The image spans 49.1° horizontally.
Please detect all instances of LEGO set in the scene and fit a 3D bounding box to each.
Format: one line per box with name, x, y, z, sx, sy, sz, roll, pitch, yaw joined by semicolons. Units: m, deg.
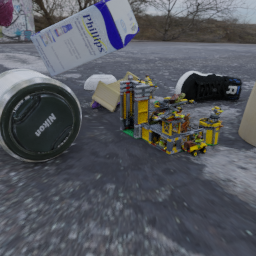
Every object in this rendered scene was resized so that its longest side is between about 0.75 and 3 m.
LEGO set;0.974;-0.545;6.886;2.072;1.561;2.695;-9;22;-23

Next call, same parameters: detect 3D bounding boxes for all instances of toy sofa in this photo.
toy sofa;-0.304;-1.189;9.904;0.899;1.060;2.172;34;30;14

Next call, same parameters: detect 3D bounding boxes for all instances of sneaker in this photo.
sneaker;3.140;-1.487;10.129;1.653;1.080;2.956;17;25;40

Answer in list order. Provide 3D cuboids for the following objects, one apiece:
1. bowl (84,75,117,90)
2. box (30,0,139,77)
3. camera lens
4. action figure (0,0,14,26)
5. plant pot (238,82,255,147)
bowl;-1.215;-2.077;12.589;1.386;0.517;1.384;2;20;9
box;-1.227;-2.986;8.865;2.606;1.367;2.396;-16;25;21
camera lens;-2.138;-0.356;6.117;1.720;1.720;2.150;-13;23;-31
action figure;-2.819;-2.808;6.100;1.463;1.316;1.965;31;-17;4
plant pot;4.022;-0.936;6.505;2.412;2.575;2.412;0;21;0
